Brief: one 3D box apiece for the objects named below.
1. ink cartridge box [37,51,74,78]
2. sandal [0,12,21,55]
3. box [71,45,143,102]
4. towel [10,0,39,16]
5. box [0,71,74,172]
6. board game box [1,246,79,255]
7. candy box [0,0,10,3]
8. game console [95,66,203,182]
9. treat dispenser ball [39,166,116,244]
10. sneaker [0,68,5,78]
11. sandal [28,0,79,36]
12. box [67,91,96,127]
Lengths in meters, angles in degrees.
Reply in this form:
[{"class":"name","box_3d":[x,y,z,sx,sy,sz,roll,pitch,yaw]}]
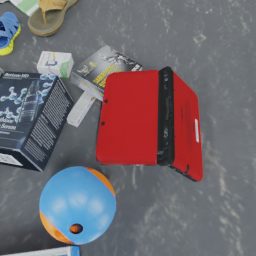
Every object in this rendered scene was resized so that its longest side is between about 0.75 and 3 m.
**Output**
[{"class":"ink cartridge box","box_3d":[-2.387,-2.093,9.216,0.998,0.437,0.725,6,60,6]},{"class":"sandal","box_3d":[-4.291,-3.465,9.798,0.740,0.810,1.862,-4,59,0]},{"class":"box","box_3d":[-0.614,-1.686,8.665,1.476,0.451,1.864,33,51,9]},{"class":"towel","box_3d":[-3.956,-5.164,10.601,1.756,0.205,1.339,41,65,-16]},{"class":"box","box_3d":[-2.806,-0.228,7.516,1.743,1.257,2.349,6,59,17]},{"class":"board game box","box_3d":[-2.266,3.879,5.375,2.745,0.767,2.687,-7,67,1]},{"class":"candy box","box_3d":[-5.949,-5.504,10.951,2.568,0.783,1.751,-23,62,-13]},{"class":"game console","box_3d":[0.701,-0.078,7.702,1.712,2.485,2.884,-19,53,36]},{"class":"treat dispenser ball","box_3d":[-1.121,1.721,6.344,1.700,1.700,1.700,0,60,0]},{"class":"sneaker","box_3d":[-4.855,-1.284,8.448,2.475,0.956,0.969,-25,66,-9]},{"class":"sandal","box_3d":[-2.762,-4.605,10.426,1.205,0.810,2.999,21,63,12]},{"class":"box","box_3d":[-1.288,-0.810,8.553,0.349,0.326,1.683,21,63,12]}]
